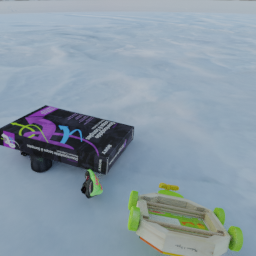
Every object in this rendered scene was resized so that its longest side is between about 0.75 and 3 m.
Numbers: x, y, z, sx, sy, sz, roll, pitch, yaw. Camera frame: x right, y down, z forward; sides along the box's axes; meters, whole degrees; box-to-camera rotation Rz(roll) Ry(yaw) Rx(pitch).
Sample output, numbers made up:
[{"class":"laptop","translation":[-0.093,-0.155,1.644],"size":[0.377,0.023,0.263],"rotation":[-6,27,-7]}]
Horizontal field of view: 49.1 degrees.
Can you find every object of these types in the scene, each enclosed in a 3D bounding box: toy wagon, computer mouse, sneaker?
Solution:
[{"class":"toy wagon","translation":[0.775,1.366,4.443],"size":[1.558,0.397,2.008],"rotation":[12,5,-1]},{"class":"computer mouse","translation":[-2.066,0.641,6.459],"size":[0.741,0.282,1.070],"rotation":[-12,29,-23]},{"class":"sneaker","translation":[-0.759,1.081,5.429],"size":[0.385,0.353,0.920],"rotation":[-34,14,-7]}]

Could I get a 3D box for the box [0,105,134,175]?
[{"class":"box","translation":[-1.367,0.161,6.791],"size":[2.669,0.482,1.908],"rotation":[14,25,12]}]
